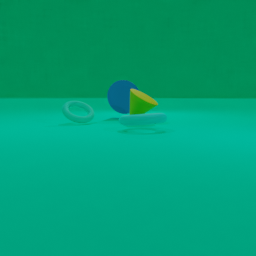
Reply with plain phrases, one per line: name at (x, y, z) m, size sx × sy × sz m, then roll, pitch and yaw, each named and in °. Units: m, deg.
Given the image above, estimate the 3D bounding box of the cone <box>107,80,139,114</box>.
cone at (-0.357, -1.235, 12.492) m, size 1.459 × 1.459 × 1.465 m, roll -2°, pitch -5°, yaw -16°

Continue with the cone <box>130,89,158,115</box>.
cone at (0.315, -0.641, 10.009) m, size 1.109 × 1.113 × 1.109 m, roll 26°, pitch 18°, yaw -9°

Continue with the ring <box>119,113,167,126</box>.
ring at (0.425, -0.255, 8.076) m, size 1.395 × 0.279 × 1.395 m, roll -4°, pitch 4°, yaw 0°

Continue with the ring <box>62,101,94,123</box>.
ring at (-1.779, -0.586, 10.032) m, size 1.176 × 0.235 × 1.176 m, roll 15°, pitch 35°, yaw -11°
